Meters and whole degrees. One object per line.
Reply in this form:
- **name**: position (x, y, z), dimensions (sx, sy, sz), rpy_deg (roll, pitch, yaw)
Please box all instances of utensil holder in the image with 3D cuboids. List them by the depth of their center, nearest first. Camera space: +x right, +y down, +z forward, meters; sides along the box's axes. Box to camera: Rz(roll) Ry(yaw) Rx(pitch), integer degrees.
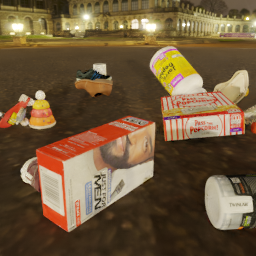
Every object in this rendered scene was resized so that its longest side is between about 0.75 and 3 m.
- **utensil holder**: position (-1.640, -3.269, 16.354), dimensions (0.770, 0.906, 0.770), rpy_deg (1, 20, 0)

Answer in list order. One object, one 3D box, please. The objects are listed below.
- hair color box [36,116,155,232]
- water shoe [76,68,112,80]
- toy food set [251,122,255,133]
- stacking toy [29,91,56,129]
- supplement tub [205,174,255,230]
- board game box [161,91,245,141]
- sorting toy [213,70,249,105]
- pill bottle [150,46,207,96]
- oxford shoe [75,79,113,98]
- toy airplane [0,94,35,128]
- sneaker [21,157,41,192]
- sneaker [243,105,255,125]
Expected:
- **hair color box**: position (-0.422, 0.656, 4.951), dimensions (0.706, 1.225, 2.208), rpy_deg (16, 26, 36)
- **water shoe**: position (-1.863, -2.927, 15.573), dimensions (1.977, 0.780, 0.707), rpy_deg (-6, 21, -17)
- **toy food set**: position (3.955, 0.055, 6.401), dimensions (1.265, 1.342, 2.810), rpy_deg (3, 20, 4)
- **stacking toy**: position (-2.669, -0.587, 8.571), dimensions (0.816, 1.117, 0.816), rpy_deg (-1, 20, 0)
- **supplement tub**: position (1.934, 1.108, 4.298), dimensions (1.322, 0.810, 0.810), rpy_deg (-2, 20, -2)
- **board game box**: position (2.071, -0.446, 8.507), dimensions (2.060, 0.630, 2.720), rpy_deg (-6, 18, 6)
- **sorting toy**: position (3.765, -1.416, 11.154), dimensions (1.686, 0.901, 1.518), rpy_deg (-41, 21, -19)
- **pill bottle**: position (1.958, -1.878, 10.663), dimensions (1.277, 1.277, 2.449), rpy_deg (-14, 58, -33)
- **oxford shoe**: position (-1.604, -1.740, 12.309), dimensions (2.190, 0.780, 0.781), rpy_deg (9, 5, 41)
- **toy airplane**: position (-3.332, -0.467, 8.683), dimensions (1.168, 0.828, 1.173), rpy_deg (-26, 19, 32)
- **sneaker**: position (-1.102, 0.813, 5.557), dimensions (1.763, 0.667, 1.018), rpy_deg (-25, 35, -30)
- **sneaker**: position (4.013, -0.484, 8.706), dimensions (1.734, 0.703, 0.652), rpy_deg (-4, 12, 17)
